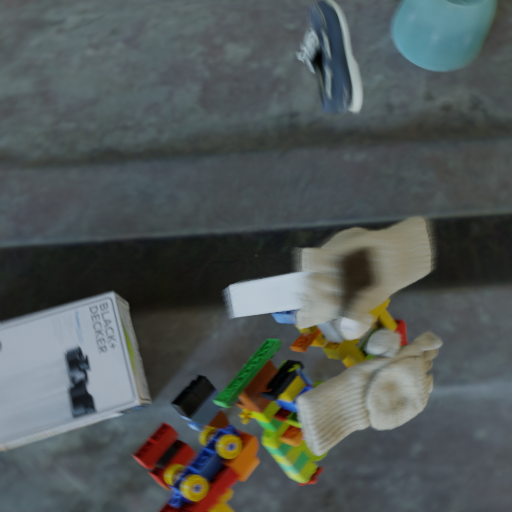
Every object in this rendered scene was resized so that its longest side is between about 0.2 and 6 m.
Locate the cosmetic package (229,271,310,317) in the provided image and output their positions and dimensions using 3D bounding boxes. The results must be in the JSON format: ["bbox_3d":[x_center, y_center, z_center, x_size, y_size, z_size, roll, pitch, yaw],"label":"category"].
[{"bbox_3d":[0.388,0.534,8.163,1.430,0.726,0.510,-12,86,41],"label":"cosmetic package"}]

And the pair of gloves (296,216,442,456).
[{"bbox_3d":[1.652,1.083,7.772,2.540,0.524,2.987,-12,102,-30],"label":"pair of gloves"}]

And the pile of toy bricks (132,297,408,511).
[{"bbox_3d":[0.472,2.636,8.953,4.608,2.557,2.275,-44,109,-26],"label":"pile of toy bricks"}]

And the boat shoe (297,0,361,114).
[{"bbox_3d":[1.074,-3.116,8.732,0.653,0.791,2.112,-9,72,-8],"label":"boat shoe"}]

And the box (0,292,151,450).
[{"bbox_3d":[-3.703,2.045,9.452,3.409,1.025,1.989,-15,75,-4],"label":"box"}]

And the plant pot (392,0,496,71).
[{"bbox_3d":[3.842,-4.958,11.172,1.902,1.527,1.902,0,74,0],"label":"plant pot"}]
